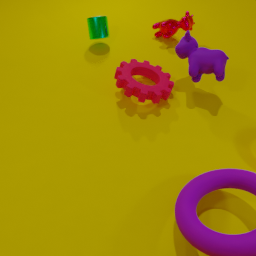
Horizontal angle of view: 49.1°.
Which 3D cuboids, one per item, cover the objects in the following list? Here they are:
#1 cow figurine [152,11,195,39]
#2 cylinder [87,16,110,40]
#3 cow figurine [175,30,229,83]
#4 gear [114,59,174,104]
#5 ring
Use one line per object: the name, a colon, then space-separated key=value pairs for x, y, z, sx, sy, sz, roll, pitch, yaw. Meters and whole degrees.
cow figurine: x=1.626 y=-3.598 z=9.834 sx=1.232 sy=0.687 sz=1.252 roll=-28 pitch=28 yaw=-15
cylinder: x=-1.009 y=-3.402 z=9.534 sx=0.702 sy=0.702 sz=0.702 roll=-6 pitch=19 yaw=2
cow figurine: x=2.068 y=-2.048 z=7.885 sx=1.493 sy=0.819 sz=1.469 roll=2 pitch=77 yaw=25
gear: x=0.469 y=-1.387 z=8.118 sx=1.697 sy=0.314 sz=1.697 roll=10 pitch=44 yaw=-10
ring: x=1.916 y=1.522 z=5.277 sx=2.072 sy=0.414 sz=2.072 roll=-13 pitch=30 yaw=7
